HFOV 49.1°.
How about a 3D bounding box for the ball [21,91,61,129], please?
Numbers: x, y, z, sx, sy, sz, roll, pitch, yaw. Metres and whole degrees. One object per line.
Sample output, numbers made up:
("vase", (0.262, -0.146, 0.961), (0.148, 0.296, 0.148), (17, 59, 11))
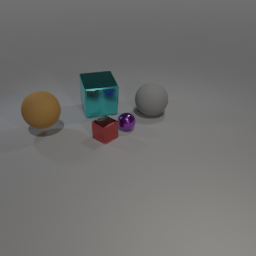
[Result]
("ball", (-3.188, -0.664, 10.294), (1.400, 1.400, 1.400), (0, 29, 0))

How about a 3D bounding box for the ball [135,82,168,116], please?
("ball", (0.994, -1.220, 11.820), (1.400, 1.400, 1.400), (0, 29, 0))

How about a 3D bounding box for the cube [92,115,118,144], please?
("cube", (-0.837, 0.052, 10.287), (0.700, 0.700, 0.700), (24, 37, 36))

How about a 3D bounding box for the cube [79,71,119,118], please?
("cube", (-1.262, -1.470, 12.059), (1.400, 1.400, 1.400), (-8, 41, -15))

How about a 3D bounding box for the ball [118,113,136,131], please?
("ball", (-0.057, -0.248, 10.831), (0.700, 0.700, 0.700), (0, 29, 0))
